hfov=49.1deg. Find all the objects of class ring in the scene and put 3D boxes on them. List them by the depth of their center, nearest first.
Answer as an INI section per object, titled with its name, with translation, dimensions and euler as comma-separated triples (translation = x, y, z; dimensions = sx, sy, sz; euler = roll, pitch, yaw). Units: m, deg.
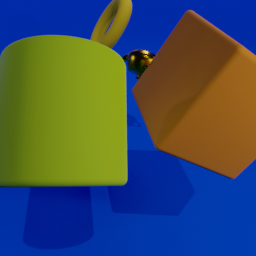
[ring]
translation = -0.483, -2.703, 7.428
dimensions = 0.343, 1.715, 1.715
euler = 26, 24, -29

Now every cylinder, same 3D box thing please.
[cylinder]
translation = -0.598, -0.050, 2.619
dimensions = 1.171, 1.171, 1.171
euler = -1, 79, -1

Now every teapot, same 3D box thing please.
[teapot]
translation = 0.266, -1.298, 5.865
dimensions = 1.174, 0.575, 0.730
euler = 20, 2, 13

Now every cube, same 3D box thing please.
[cube]
translation = 1.024, -0.395, 3.460
dimensions = 1.296, 1.296, 1.296
euler = 23, 28, -27
